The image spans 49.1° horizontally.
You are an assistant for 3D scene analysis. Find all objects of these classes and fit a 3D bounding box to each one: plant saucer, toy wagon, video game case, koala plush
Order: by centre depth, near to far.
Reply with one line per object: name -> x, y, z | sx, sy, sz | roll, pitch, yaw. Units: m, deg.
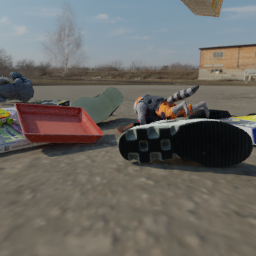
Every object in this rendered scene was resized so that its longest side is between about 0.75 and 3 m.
toy wagon -> -3.205, -0.235, 6.528 | 0.740, 0.189, 0.954 | 21, 22, 21
video game case -> -2.995, -0.007, 6.640 | 1.920, 0.224, 1.746 | 29, 26, 34
plant saucer -> -1.748, -0.097, 6.889 | 1.827, 0.335, 1.824 | 3, 23, -29
koala plush -> -6.735, -2.237, 16.182 | 1.863, 1.798, 2.027 | 23, 16, 25

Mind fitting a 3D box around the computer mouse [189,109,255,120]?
computer mouse -> 3.274, -0.214, 8.872 | 2.905, 0.494, 0.852 | 2, -14, -12

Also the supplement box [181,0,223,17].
supplement box -> 1.786, -3.496, 6.563 | 0.721, 1.235, 1.960 | 18, 13, 26

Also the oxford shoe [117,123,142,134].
oxford shoe -> 0.117, -0.007, 7.501 | 0.965, 0.350, 0.343 | 5, 36, 26

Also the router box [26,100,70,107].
router box -> -3.227, -0.803, 11.436 | 1.334, 0.553, 1.780 | 0, 11, 2

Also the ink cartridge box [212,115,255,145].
ink cartridge box -> 3.523, 0.041, 7.178 | 2.098, 0.499, 2.123 | -4, 9, -25

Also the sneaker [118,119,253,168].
sneaker -> 1.067, 0.174, 5.317 | 2.346, 0.869, 1.038 | 3, 13, 12

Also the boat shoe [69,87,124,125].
boat shoe -> -1.146, -0.583, 9.557 | 0.908, 1.060, 2.898 | -44, -3, 33

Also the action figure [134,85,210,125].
action figure -> 1.179, -0.646, 8.216 | 2.243, 1.213, 2.319 | 4, 19, 38
